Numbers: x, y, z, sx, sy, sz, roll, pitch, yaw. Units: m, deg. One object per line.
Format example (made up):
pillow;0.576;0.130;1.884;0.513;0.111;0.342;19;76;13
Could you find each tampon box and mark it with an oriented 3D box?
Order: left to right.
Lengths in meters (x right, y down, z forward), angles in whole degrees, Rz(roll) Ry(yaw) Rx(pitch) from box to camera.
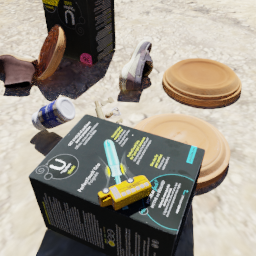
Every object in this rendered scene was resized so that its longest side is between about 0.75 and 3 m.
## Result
tampon box;-1.877;-4.386;11.038;2.202;2.939;1.855;21;44;23
tampon box;-0.125;1.192;5.415;2.613;1.649;1.958;17;43;19

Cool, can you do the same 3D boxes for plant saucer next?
plant saucer;-2.745;-2.668;10.037;0.381;2.037;2.037;19;29;-34
plant saucer;1.295;0.421;7.295;2.664;0.430;2.664;0;41;0
plant saucer;2.588;-1.753;9.817;2.761;0.517;2.761;0;41;0

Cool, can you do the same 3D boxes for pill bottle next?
pill bottle;-2.037;-0.342;7.590;1.138;0.658;0.658;-20;31;29

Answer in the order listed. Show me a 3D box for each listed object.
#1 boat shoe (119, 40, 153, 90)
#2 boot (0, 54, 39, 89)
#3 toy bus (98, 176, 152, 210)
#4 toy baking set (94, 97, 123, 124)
boat shoe;0.476;-2.230;10.085;0.893;0.991;2.756;17;46;11
boot;-4.206;-1.986;9.960;1.908;0.690;1.587;-3;43;2
toy bus;-0.050;0.979;4.191;0.770;0.251;0.301;-19;45;-22
toy baking set;-0.474;-0.298;7.683;0.178;1.173;1.528;-35;62;24
